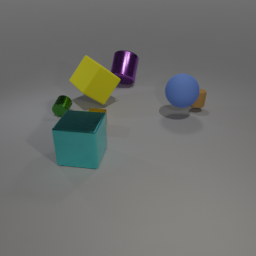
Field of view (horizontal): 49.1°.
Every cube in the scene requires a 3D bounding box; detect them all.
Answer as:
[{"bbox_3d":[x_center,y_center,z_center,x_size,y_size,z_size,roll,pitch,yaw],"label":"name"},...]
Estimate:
[{"bbox_3d":[-1.504,-2.174,12.714,1.400,1.400,1.400,26,12,-48],"label":"cube"},{"bbox_3d":[-1.543,0.348,9.340,1.400,1.400,1.400,4,29,8],"label":"cube"},{"bbox_3d":[-1.262,-0.325,11.276,0.700,0.700,0.700,4,29,7],"label":"cube"}]

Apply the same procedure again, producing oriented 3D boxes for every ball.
[{"bbox_3d":[2.236,-1.538,11.575,1.400,1.400,1.400,0,29,0],"label":"ball"}]

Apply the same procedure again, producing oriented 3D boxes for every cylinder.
[{"bbox_3d":[-2.880,-0.962,12.270,0.700,0.700,0.700,5,43,8],"label":"cylinder"},{"bbox_3d":[-0.203,-3.286,15.315,1.400,1.400,1.400,10,-11,2],"label":"cylinder"},{"bbox_3d":[3.109,-1.345,12.532,0.700,0.700,0.700,3,25,-1],"label":"cylinder"}]
